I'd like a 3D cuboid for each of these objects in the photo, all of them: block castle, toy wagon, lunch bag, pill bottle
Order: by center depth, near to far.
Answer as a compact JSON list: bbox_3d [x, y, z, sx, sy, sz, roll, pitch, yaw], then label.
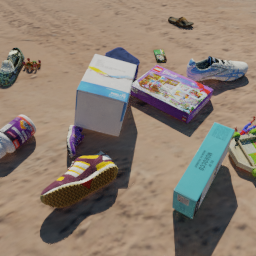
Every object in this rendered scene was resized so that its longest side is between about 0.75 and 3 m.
[{"bbox_3d":[4.709,0.798,9.875,2.186,0.432,1.696,-10,51,-9],"label":"toy wagon"},{"bbox_3d":[-4.170,0.315,10.060,0.891,0.891,1.599,24,51,22],"label":"pill bottle"},{"bbox_3d":[-0.371,-2.819,12.908,1.145,1.115,1.685,-34,64,-29],"label":"lunch bag"},{"bbox_3d":[-4.731,-3.192,13.800,0.780,0.366,0.521,15,48,13],"label":"block castle"}]

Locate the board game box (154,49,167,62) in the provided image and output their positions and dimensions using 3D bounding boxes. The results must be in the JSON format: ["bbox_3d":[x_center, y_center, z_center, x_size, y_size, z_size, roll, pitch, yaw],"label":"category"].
[{"bbox_3d":[1.667,-3.754,14.519,0.543,0.122,1.037,-5,46,-2],"label":"board game box"}]

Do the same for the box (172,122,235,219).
[{"bbox_3d":[2.366,1.249,8.704,0.712,1.191,2.895,25,56,24],"label":"box"}]

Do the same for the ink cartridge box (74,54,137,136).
[{"bbox_3d":[-0.837,-1.301,10.770,1.782,1.791,2.441,14,45,-1],"label":"ink cartridge box"}]

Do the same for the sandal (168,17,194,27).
[{"bbox_3d":[3.184,-6.525,16.943,1.654,0.451,0.676,31,54,27],"label":"sandal"}]

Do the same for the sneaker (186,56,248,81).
[{"bbox_3d":[4.197,-2.795,12.944,2.992,1.084,1.075,-6,45,-7],"label":"sneaker"}]

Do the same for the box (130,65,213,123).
[{"bbox_3d":[1.842,-1.552,12.065,2.958,0.578,2.024,31,53,26],"label":"box"}]

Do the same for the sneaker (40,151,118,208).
[{"bbox_3d":[-1.635,1.571,8.927,2.544,0.953,1.146,-20,42,-27],"label":"sneaker"}]

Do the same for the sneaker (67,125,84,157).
[{"bbox_3d":[-1.910,0.421,10.208,0.603,0.583,1.446,3,45,-5],"label":"sneaker"}]

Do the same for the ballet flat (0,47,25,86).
[{"bbox_3d":[-5.627,-3.034,13.337,0.891,0.891,2.400,0,46,0],"label":"ballet flat"}]

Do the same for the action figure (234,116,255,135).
[{"bbox_3d":[4.410,-0.004,10.445,1.294,0.640,0.422,-41,56,-9],"label":"action figure"}]
